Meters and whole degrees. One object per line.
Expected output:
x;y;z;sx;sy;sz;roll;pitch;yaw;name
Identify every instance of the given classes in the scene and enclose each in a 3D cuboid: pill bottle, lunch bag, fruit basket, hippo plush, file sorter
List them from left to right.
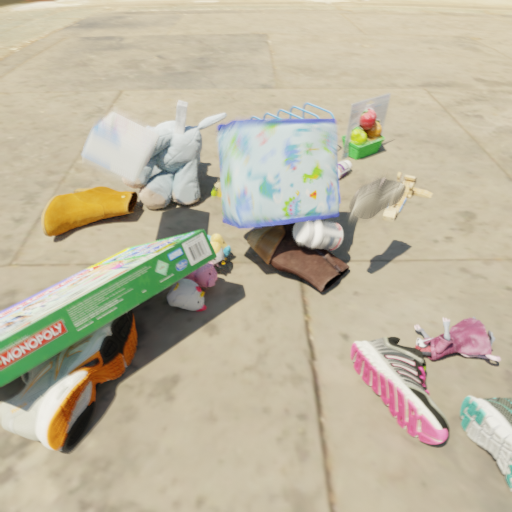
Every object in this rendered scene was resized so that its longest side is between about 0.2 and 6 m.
-2.273;-2.568;13.330;2.077;2.607;2.096;10;20;-24;hippo plush
0.473;-1.528;10.148;2.189;1.861;1.395;-7;11;-16;lunch bag
0.953;-3.284;15.290;2.020;1.239;1.402;-22;39;-29;file sorter
1.139;-0.416;10.446;0.915;0.547;0.547;8;22;-42;pill bottle
2.185;-2.242;14.502;0.371;0.371;0.665;25;41;32;pill bottle
2.951;-3.540;15.294;1.535;1.657;0.777;-24;41;-30;fruit basket

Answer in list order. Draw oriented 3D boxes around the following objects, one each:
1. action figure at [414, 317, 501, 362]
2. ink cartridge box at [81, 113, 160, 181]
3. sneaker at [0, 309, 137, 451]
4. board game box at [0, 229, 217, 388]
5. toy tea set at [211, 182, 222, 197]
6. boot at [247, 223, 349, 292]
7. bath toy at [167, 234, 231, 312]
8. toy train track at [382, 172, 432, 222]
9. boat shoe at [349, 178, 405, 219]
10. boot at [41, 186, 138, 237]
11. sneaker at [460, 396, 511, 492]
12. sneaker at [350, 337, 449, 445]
3.080;1.426;8.978;1.248;0.929;0.836;-19;-7;-5;action figure
-2.410;-2.008;10.143;1.000;0.586;1.384;26;23;-11;ink cartridge box
-2.741;1.574;8.285;1.219;1.003;2.650;6;33;16;sneaker
-2.847;0.752;8.751;2.633;0.570;3.913;-8;19;48;board game box
0.103;-1.116;11.669;1.967;0.728;1.170;-4;18;-23;toy tea set
1.049;-0.163;11.280;1.862;0.810;2.239;33;35;17;boot
-1.012;0.328;10.402;0.716;0.842;1.937;35;34;-11;bath toy
3.463;-1.503;13.400;1.318;0.374;2.298;15;37;21;toy train track
1.997;-1.016;9.676;0.444;0.520;1.556;32;36;33;boat shoe
-3.571;-1.029;12.306;1.530;0.752;2.137;3;28;11;boot
3.502;2.473;7.157;0.878;0.747;1.925;-6;35;-16;sneaker
2.211;1.802;8.086;0.882;0.744;2.016;-19;33;-16;sneaker
